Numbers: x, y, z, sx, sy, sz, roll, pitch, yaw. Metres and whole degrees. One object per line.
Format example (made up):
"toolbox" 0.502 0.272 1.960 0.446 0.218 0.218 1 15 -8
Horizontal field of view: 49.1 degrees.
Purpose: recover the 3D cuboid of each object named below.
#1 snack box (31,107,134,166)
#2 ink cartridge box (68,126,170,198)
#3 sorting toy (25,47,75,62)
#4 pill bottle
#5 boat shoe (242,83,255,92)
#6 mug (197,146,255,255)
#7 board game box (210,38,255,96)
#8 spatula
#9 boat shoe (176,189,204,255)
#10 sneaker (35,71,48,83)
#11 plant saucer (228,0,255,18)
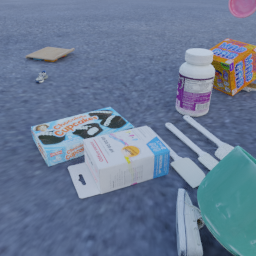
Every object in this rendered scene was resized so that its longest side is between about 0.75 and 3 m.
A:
"snack box" -1.292 0.143 8.035 2.559 0.475 1.487 -17 35 -26
"ink cartridge box" -0.270 0.750 6.752 2.219 0.753 1.277 -13 33 -20
"sorting toy" -4.159 -3.962 15.085 2.022 0.369 1.872 8 31 21
"pill bottle" 2.224 -1.505 9.251 1.150 2.048 1.150 1 30 0
"boat shoe" 4.798 -1.587 11.088 0.871 0.302 0.309 21 55 40
"mug" 2.167 1.394 4.951 1.767 1.330 2.150 48 16 27
"board game box" 3.985 -2.408 10.997 1.439 1.438 1.439 -34 41 -14
"spatula" 1.798 0.489 7.780 1.975 0.228 2.841 -17 34 -17
"boat shoe" 1.235 1.752 5.298 0.613 0.531 1.437 3 33 5
"sneaker" -3.784 -2.237 12.112 0.345 0.381 0.895 3 32 6
"plant saucer" 3.953 -4.269 9.484 1.041 1.041 0.264 24 25 34
